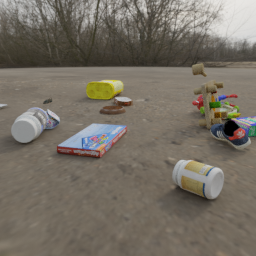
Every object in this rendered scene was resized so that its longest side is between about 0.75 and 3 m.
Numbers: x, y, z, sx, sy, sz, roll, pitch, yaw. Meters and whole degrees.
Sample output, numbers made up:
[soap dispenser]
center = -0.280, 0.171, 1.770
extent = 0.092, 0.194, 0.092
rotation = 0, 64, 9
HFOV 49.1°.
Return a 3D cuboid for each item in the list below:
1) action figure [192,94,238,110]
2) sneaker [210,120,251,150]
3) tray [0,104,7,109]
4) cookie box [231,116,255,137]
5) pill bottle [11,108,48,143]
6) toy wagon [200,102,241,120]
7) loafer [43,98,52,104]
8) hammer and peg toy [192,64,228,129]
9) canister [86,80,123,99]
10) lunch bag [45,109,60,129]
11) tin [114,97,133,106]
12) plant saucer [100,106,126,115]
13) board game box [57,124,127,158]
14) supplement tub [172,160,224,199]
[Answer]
[action figure]
center = 4.498, -1.221, 13.862
extent = 2.687, 0.877, 1.330
rotation = -5, 18, -22
[sneaker]
center = 3.266, 0.031, 9.244
extent = 0.686, 0.773, 1.829
rotation = -36, 22, -6
[tray]
center = -7.095, -1.003, 14.334
extent = 0.872, 0.180, 1.625
rotation = 6, 17, 23
[cookie box]
center = 4.671, -0.071, 10.509
extent = 1.216, 0.457, 1.040
rotation = -6, 18, -17
[pill bottle]
center = -3.414, -0.107, 9.801
extent = 0.929, 0.929, 1.632
rotation = -1, 17, -3
[toy wagon]
center = 4.324, -0.737, 12.798
extent = 1.500, 0.383, 1.934
rotation = -12, 25, -19
[loafer]
center = -4.686, -1.593, 16.299
extent = 0.275, 0.240, 0.764
rotation = 5, 17, 19
[hammer and peg toy]
center = 3.369, -1.380, 11.366
extent = 0.892, 2.530, 1.861
rotation = -5, 10, 32
[canister]
center = -1.429, -2.568, 18.326
extent = 1.787, 1.041, 2.406
rotation = 5, 15, 16
[lunch bag]
center = -3.280, -0.359, 11.194
extent = 1.066, 0.678, 0.904
rotation = 2, 15, -16
[tin]
center = -0.279, -1.528, 16.000
extent = 0.888, 0.332, 1.586
rotation = -9, 18, -16
[plant saucer]
center = -0.762, -0.914, 13.954
extent = 1.324, 0.228, 1.324
rotation = 1, 17, 0
[board game box]
center = -1.073, 0.338, 9.427
extent = 1.408, 0.266, 2.735
rotation = 3, 16, 16
[supplement tub]
center = 1.505, 1.082, 6.058
extent = 0.929, 0.672, 0.672
rotation = 14, 21, 43
